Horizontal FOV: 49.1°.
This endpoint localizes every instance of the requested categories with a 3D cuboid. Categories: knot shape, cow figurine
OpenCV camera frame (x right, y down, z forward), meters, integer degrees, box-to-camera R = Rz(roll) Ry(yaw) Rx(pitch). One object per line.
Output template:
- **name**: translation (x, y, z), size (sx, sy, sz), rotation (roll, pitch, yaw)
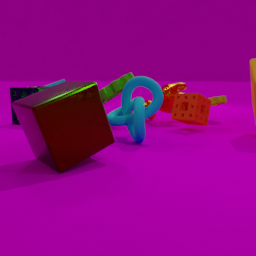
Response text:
- **knot shape**: translation (0.155, -0.316, 6.287), size (0.689, 1.491, 1.396), rotation (25, 38, -36)
- **cow figurine**: translation (1.023, -0.863, 9.111), size (1.569, 0.875, 1.595), rotation (-2, -26, -8)

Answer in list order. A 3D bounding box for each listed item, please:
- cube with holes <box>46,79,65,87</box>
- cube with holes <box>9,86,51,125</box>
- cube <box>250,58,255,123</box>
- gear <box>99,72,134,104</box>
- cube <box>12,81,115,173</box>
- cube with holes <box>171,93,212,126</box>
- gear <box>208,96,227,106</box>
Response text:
- **cube with holes**: translation (-2.570, -1.094, 10.182), size (0.865, 0.865, 0.865), rotation (-25, -5, -22)
- **cube with holes**: translation (-2.848, -0.722, 8.871), size (1.137, 1.137, 1.137), rotation (5, 12, 25)
- **cube**: translation (3.566, -0.857, 6.415), size (1.292, 1.292, 1.292), rotation (-5, 32, 22)
- **gear**: translation (-0.496, -1.078, 8.353), size (1.599, 0.296, 1.599), rotation (-33, 3, 2)
- **cube**: translation (-1.082, -0.090, 4.728), size (1.105, 1.105, 1.105), rotation (-29, 25, -30)
- **cube with holes**: translation (1.750, -0.511, 7.743), size (0.731, 0.731, 0.731), rotation (6, -7, 45)
- **gear**: translation (2.628, -0.828, 9.256), size (1.186, 0.219, 1.186), rotation (-10, -2, 0)
